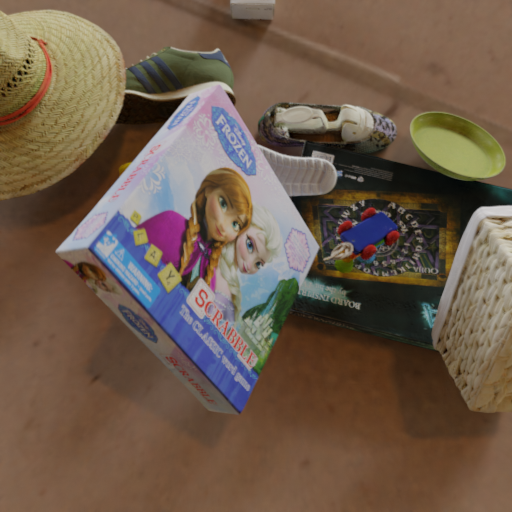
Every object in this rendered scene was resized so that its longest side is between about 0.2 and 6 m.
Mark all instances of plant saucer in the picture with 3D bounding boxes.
[{"bbox_3d":[3.248,-1.757,9.175,1.635,0.254,1.635,8,48,-9],"label":"plant saucer"}]

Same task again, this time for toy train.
[{"bbox_3d":[1.331,-0.038,8.062,1.434,0.830,0.607,-28,66,-29],"label":"toy train"}]

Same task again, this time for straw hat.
[{"bbox_3d":[-4.179,-2.940,8.645,3.988,1.688,3.988,-4,67,10],"label":"straw hat"}]

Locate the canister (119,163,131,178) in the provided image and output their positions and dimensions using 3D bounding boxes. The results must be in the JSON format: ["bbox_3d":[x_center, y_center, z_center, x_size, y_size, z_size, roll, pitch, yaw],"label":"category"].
[{"bbox_3d":[-1.599,-0.824,9.184,1.062,0.619,1.430,-12,79,-3],"label":"canister"}]

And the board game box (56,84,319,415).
[{"bbox_3d":[-0.518,-0.082,6.940,0.597,2.903,2.896,-5,43,38],"label":"board game box"}]

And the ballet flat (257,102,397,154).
[{"bbox_3d":[1.221,-2.177,9.381,2.399,0.863,0.863,2,77,0],"label":"ballet flat"}]

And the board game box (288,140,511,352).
[{"bbox_3d":[2.484,-0.015,9.004,4.216,0.594,2.851,14,78,3],"label":"board game box"}]

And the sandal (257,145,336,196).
[{"bbox_3d":[0.285,-1.279,8.900,1.941,0.477,0.790,11,93,-2],"label":"sandal"}]

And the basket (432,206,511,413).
[{"bbox_3d":[3.435,0.741,7.099,1.623,2.395,1.477,0,39,-5],"label":"basket"}]

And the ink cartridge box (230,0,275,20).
[{"bbox_3d":[-0.062,-4.902,10.171,0.802,0.461,1.105,1,77,0],"label":"ink cartridge box"}]

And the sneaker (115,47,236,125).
[{"bbox_3d":[-1.664,-2.993,9.609,2.607,0.874,1.170,-4,68,1],"label":"sneaker"}]
